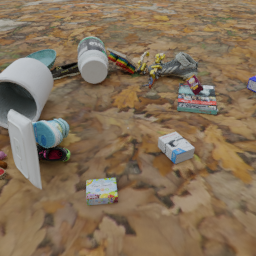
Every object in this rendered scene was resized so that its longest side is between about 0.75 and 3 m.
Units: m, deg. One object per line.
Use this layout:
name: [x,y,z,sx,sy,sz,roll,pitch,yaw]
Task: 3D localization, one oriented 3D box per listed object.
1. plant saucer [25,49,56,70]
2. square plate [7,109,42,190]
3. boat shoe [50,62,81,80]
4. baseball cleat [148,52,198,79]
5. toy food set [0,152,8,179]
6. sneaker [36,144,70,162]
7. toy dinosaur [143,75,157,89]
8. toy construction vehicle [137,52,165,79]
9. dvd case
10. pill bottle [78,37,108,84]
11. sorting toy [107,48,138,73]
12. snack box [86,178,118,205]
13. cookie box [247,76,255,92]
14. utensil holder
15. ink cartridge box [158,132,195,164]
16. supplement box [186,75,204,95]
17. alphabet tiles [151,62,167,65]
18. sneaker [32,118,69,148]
plant saucer: [-4.693,-3.178,14.342,2.443,0.439,2.443,-13,44,12]
square plate: [-2.906,0.548,7.696,0.271,1.885,1.903,-14,20,-34]
boat shoe: [-3.409,-2.943,14.355,1.959,0.590,0.698,-18,39,-24]
baseball cleat: [2.236,-3.209,14.062,2.574,1.370,0.897,10,42,17]
toy food set: [-4.285,1.130,8.797,1.043,0.259,1.641,-23,41,-29]
sneaker: [-2.619,0.781,8.877,1.512,0.580,0.633,-1,-9,0]
toy dinosaur: [1.134,-2.195,13.493,0.903,0.474,0.820,2,53,-19]
toy construction vehicle: [1.130,-3.259,14.253,1.367,0.553,1.570,9,66,40]
dvd case: [3.033,-1.340,12.357,1.645,0.248,2.253,6,37,8]
pill bottle: [-1.788,-3.453,14.217,1.508,1.508,2.666,-5,40,-7]
sorting toy: [-0.328,-3.457,14.616,1.419,0.497,1.427,34,5,35]
snack box: [-0.734,1.770,7.850,0.852,0.288,0.718,-3,36,-5]
cookie box: [6.566,-1.949,12.942,1.297,0.570,1.516,-20,40,-27]
utensil holder: [-4.130,-1.436,10.943,2.078,2.078,2.445,1,33,1]
ink cartridge box: [1.589,0.640,9.343,0.751,0.433,1.035,-17,38,-23]
supplement box: [2.854,-1.847,11.975,0.442,0.343,0.802,-36,43,22]
alphabet tiles: [1.882,-3.546,15.716,1.075,0.034,0.895,12,37,16]
sneaker: [-2.363,0.089,9.244,1.398,0.852,2.142,-9,13,-39]
